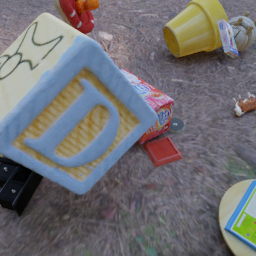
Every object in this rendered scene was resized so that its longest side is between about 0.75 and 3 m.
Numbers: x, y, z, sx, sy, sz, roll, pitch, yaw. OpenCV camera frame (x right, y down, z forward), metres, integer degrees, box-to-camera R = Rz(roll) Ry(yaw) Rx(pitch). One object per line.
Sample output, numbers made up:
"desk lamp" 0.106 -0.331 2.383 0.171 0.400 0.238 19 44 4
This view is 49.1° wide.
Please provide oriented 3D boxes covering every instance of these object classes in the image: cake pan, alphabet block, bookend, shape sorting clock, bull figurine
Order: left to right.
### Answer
"bookend" -3.339 1.600 7.876 1.333 0.614 1.325 11 47 12
"alphabet block" -1.453 -0.586 6.296 2.601 2.615 2.663 -44 43 -1
"cake pan" 1.649 -0.095 9.861 0.754 0.138 0.754 0 46 0
"bull figurine" 4.297 -0.883 10.383 1.216 0.396 0.738 -15 77 -23
"shape sorting clock" 3.610 2.482 7.074 2.625 0.515 2.625 0 46 0

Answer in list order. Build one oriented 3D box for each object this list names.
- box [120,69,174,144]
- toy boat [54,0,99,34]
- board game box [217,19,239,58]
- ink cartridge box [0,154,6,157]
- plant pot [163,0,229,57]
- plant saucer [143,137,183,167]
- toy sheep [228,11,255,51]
"box" 0.119 -0.834 9.585 1.339 1.283 2.687 -25 46 -31
"toy boat" -1.515 -3.963 9.168 1.220 1.867 1.218 -4 68 15
"board game box" 2.600 -2.296 7.250 0.172 0.832 0.834 -15 -5 34
"ink cartridge box" -4.382 0.384 9.123 1.568 0.523 0.908 6 46 6
"plant pot" 2.925 -4.391 12.710 2.261 2.404 2.404 -28 50 -4
"plant saucer" 1.120 0.712 9.048 0.995 0.183 0.993 -15 48 -15
"toy sheep" 5.129 -4.377 13.000 1.684 1.684 2.443 29 44 25
